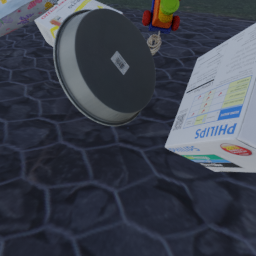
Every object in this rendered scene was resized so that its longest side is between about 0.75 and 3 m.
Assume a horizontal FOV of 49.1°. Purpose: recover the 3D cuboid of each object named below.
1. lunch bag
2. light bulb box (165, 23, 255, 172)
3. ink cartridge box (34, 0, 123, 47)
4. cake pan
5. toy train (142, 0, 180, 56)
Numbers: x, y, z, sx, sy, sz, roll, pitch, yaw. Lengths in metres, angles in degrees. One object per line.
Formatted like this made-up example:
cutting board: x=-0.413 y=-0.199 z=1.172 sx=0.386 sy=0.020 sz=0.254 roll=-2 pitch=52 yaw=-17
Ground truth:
lunch bag: x=-2.268 y=-2.581 z=5.536 sx=1.519 sy=1.138 sz=1.791 roll=-31 pitch=34 yaw=-1
light bulb box: x=1.694 y=-0.349 z=4.231 sx=1.140 sy=1.811 sz=1.827 roll=26 pitch=76 yaw=-15
ink cartridge box: x=-1.708 y=-3.628 z=10.245 sx=2.801 sy=1.168 sz=2.033 roll=36 pitch=73 yaw=29
cake pan: x=-0.308 y=-1.330 z=5.889 sx=0.470 sy=2.563 sz=2.563 roll=-13 pitch=19 yaw=45
toy train: x=1.168 y=-3.581 z=8.925 sx=1.253 sy=2.961 sz=1.713 roll=8 pitch=1 yaw=-5
